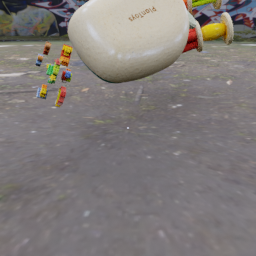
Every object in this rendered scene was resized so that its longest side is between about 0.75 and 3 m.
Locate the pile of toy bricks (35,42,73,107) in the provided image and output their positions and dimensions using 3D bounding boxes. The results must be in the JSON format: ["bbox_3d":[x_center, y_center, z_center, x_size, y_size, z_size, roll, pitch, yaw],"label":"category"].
[{"bbox_3d":[-1.437,-1.144,5.519,0.735,1.325,0.654,14,-12,-23],"label":"pile of toy bricks"}]

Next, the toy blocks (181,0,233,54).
[{"bbox_3d":[1.754,-3.586,9.425,2.894,2.412,1.051,-13,-12,5],"label":"toy blocks"}]

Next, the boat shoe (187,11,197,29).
[{"bbox_3d":[0.782,-3.389,8.136,2.520,0.784,0.940,20,41,-6],"label":"boat shoe"}]

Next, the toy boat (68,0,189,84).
[{"bbox_3d":[-0.221,-2.070,5.048,2.331,2.772,1.288,-29,-10,-27],"label":"toy boat"}]
